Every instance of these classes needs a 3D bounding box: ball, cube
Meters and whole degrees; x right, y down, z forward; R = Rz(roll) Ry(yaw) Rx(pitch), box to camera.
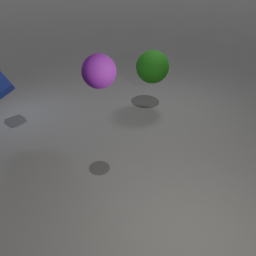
[{"bbox_3d":[-0.583,-1.134,5.612,0.700,0.700,0.700,0,30,0],"label":"ball"},{"bbox_3d":[1.044,-2.600,11.929,1.400,1.400,1.400,0,30,0],"label":"ball"},{"bbox_3d":[-4.671,-1.564,10.204,0.700,0.700,0.700,-41,7,-12],"label":"cube"}]
